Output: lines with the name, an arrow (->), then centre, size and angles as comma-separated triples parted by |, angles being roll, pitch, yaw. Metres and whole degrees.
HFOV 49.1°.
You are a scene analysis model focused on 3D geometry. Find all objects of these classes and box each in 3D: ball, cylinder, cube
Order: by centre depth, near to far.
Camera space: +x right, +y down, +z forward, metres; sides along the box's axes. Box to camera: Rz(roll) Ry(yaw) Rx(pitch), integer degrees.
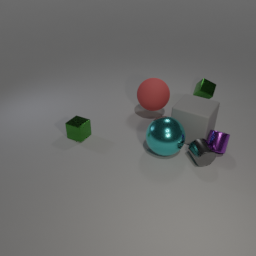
cylinder -> 2.526, 0.828, 9.569 | 0.700, 0.700, 0.700 | -9, 42, -13
ball -> 1.324, 0.285, 9.898 | 1.400, 1.400, 1.400 | 0, 33, 0
cylinder -> 3.199, 0.475, 9.985 | 0.700, 0.700, 0.700 | 13, 5, -1
cube -> 2.531, -0.297, 10.750 | 1.400, 1.400, 1.400 | 19, 37, 25
cube -> -1.922, 0.032, 10.916 | 0.700, 0.700, 0.700 | 17, 36, 24
ball -> 1.078, -1.427, 11.919 | 1.400, 1.400, 1.400 | 0, 33, 0
cube -> 3.548, -1.758, 13.003 | 0.700, 0.700, 0.700 | 25, 71, -8
